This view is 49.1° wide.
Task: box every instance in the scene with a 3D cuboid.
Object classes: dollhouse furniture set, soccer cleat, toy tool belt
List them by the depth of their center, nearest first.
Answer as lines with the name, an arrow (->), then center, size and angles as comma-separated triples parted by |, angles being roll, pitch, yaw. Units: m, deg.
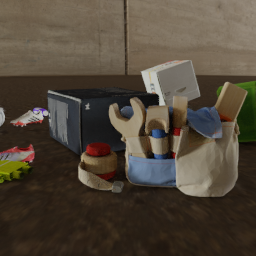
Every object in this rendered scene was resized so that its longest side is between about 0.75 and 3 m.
toy tool belt -> 0.528, 0.061, 4.844 | 2.799, 1.720, 1.748 | 2, 13, 7
soccer cleat -> -2.412, 0.556, 5.726 | 0.954, 0.365, 0.318 | -5, 14, -22
dollhouse furniture set -> 3.974, -0.700, 7.105 | 2.856, 1.434, 1.871 | -6, 16, 30
soccer cleat -> -3.350, -0.338, 9.285 | 1.101, 0.469, 0.378 | -11, 17, -41

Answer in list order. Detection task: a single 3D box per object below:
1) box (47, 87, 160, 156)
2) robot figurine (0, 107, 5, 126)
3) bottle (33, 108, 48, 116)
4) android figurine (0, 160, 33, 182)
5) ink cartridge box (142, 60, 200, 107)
box -> -0.680, -0.299, 7.201 | 2.149, 1.332, 2.112 | -8, 14, -32
robot figurine -> -4.274, -0.283, 8.558 | 1.030, 0.686, 1.215 | -32, 6, 16
bottle -> -3.382, -0.620, 10.916 | 0.343, 0.268, 0.822 | -9, 16, -41
android figurine -> -2.240, 0.779, 5.190 | 0.870, 0.179, 0.792 | 4, 14, 15
ink cartridge box -> 1.914, -2.068, 12.913 | 1.705, 1.697, 2.347 | -21, 17, -8
